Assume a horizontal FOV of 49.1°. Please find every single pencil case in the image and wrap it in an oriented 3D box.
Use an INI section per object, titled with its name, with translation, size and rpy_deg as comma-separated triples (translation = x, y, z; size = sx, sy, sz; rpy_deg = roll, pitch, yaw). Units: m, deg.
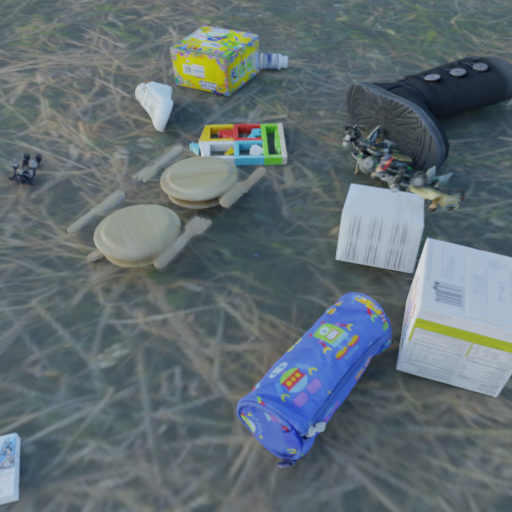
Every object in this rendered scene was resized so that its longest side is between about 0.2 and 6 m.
[pencil case]
translation = 0.883, 1.567, 7.545
size = 1.105, 0.993, 2.545
rpy_deg = 12, 42, 43

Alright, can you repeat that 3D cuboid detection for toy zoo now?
[toy zoo]
translation = -0.406, -2.423, 12.181
size = 2.056, 0.210, 1.349
rpy_deg = -1, 45, -2

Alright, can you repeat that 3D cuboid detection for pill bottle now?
[pill bottle]
translation = 0.464, -5.125, 14.792
size = 0.712, 0.395, 0.395
rpy_deg = 1, 44, -2

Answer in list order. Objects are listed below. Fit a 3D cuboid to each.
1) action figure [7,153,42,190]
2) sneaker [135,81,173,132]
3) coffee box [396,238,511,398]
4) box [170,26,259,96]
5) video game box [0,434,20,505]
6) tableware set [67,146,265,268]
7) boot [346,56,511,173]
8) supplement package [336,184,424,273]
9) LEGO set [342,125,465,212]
[action figure]
translation = -4.694, -1.769, 11.347
size = 0.557, 0.478, 0.937
rpy_deg = 8, 42, -7
[sneaker]
translation = -2.369, -3.428, 12.735
size = 0.827, 0.711, 1.953
rpy_deg = 15, 30, -21
[coffee box]
translation = 2.919, 0.869, 7.957
size = 1.445, 1.429, 1.443
rpy_deg = 14, 45, 11
[box]
translation = -1.001, -4.959, 14.147
size = 1.639, 1.000, 1.579
rpy_deg = 20, 48, 23
[video game box]
translation = -3.436, 2.720, 6.958
size = 0.915, 0.214, 0.834
rpy_deg = -10, 48, -10
[tableware set]
translation = -1.538, -0.796, 10.218
size = 2.183, 0.662, 3.302
rpy_deg = 19, 46, 26
[boot]
translation = 4.420, -3.316, 12.501
size = 3.781, 1.241, 3.116
rpy_deg = -16, 48, -22
[supplement package]
translation = 2.112, -0.491, 9.531
size = 1.287, 0.946, 1.230
rpy_deg = 11, 31, 11
[LEGO set]
translation = 2.512, -1.543, 10.503
size = 2.284, 0.997, 3.517
rpy_deg = 26, 25, 4
